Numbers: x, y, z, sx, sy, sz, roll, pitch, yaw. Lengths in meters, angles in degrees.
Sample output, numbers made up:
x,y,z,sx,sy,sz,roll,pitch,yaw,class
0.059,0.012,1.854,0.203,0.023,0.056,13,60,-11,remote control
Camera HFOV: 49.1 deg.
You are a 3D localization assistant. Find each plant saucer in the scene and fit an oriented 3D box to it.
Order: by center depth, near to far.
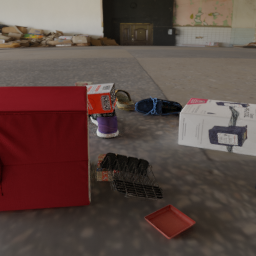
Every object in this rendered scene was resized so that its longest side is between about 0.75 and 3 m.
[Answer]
x,y,z,sx,sy,sz,roll,pitch,yaw,class
0.882,2.000,5.940,0.784,0.144,0.783,-14,25,-34,plant saucer

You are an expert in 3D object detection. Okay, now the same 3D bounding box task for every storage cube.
x,y,z,sx,sy,sz,roll,pitch,yaw,class
-2.245,0.369,7.049,2.539,2.414,2.825,-2,21,-9,storage cube

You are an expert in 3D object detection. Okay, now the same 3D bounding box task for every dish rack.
x,y,z,sx,sy,sz,roll,pitch,yaw,class
0.092,1.264,6.996,1.372,0.488,1.789,12,23,-18,dish rack

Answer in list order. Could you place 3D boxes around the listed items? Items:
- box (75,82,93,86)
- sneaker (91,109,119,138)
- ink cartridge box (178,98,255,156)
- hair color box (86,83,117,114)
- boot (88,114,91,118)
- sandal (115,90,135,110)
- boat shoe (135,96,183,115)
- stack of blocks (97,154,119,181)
x,y,z,sx,sy,sz,roll,pitch,yaw,class
-2.614,-2.402,16.724,0.977,0.624,0.532,3,21,7,box
-0.908,-0.664,11.340,1.060,1.225,2.798,-6,22,-14,sneaker
3.485,-0.115,9.884,2.969,1.252,2.149,8,23,20,ink cartridge box
-1.737,-0.997,10.030,2.510,0.769,1.274,-5,23,8,hair color box
-2.316,-0.875,12.712,1.360,0.618,1.618,2,14,-5,boot
-0.353,-1.563,14.376,1.093,0.735,2.722,-7,22,-19,sandal
1.429,-1.022,12.692,2.164,0.911,0.743,-5,9,-6,boat shoe
-0.557,1.105,8.025,0.610,0.310,1.059,-1,21,-2,stack of blocks
